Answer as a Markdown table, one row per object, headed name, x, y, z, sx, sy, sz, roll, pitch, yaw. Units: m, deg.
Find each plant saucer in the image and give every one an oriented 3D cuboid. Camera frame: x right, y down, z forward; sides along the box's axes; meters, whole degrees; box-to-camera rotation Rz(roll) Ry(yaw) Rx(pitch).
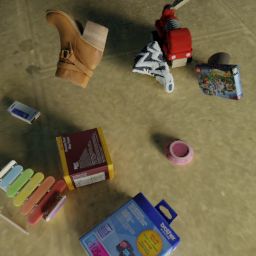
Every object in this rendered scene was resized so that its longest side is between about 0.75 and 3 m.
| name | x | y | z | sx | sy | sz | roll | pitch | yaw |
| --- | --- | --- | --- | --- | --- | --- | --- | --- | --- |
| plant saucer | 1.935 | 0.864 | 10.489 | 1.051 | 0.266 | 1.051 | 0 | 56 | 0 |

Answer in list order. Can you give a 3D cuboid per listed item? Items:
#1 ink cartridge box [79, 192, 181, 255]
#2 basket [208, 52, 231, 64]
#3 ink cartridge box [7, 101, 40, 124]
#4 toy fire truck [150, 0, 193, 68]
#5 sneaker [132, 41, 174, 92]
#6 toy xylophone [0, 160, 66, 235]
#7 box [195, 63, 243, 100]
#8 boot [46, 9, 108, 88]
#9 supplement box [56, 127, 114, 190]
| name | x | y | z | sx | sy | sz | roll | pitch | yaw |
| --- | --- | --- | --- | --- | --- | --- | --- | --- | --- |
| ink cartridge box | 0.230 | 3.295 | 8.371 | 2.765 | 1.056 | 1.887 | -33 | 62 | -22 |
| basket | 3.929 | -2.499 | 12.403 | 0.881 | 1.168 | 1.295 | 23 | 66 | -12 |
| ink cartridge box | -4.316 | -0.656 | 11.556 | 1.270 | 0.236 | 0.602 | 25 | 59 | 13 |
| toy fire truck | 2.266 | -4.597 | 12.598 | 1.897 | 2.949 | 2.596 | -11 | 56 | -7 |
| sneaker | 0.988 | -2.485 | 12.463 | 1.564 | 0.959 | 2.403 | -23 | 86 | 20 |
| toy xylophone | -3.335 | 2.297 | 9.266 | 2.605 | 0.655 | 1.908 | 21 | 59 | 14 |
| box | 2.506 | -1.312 | 7.789 | 0.251 | 0.911 | 1.333 | -33 | 28 | -21 |
| boot | -2.220 | -2.914 | 10.136 | 2.914 | 1.074 | 2.254 | 29 | 104 | 28 |
| supplement box | -1.498 | 1.050 | 9.861 | 1.633 | 1.084 | 1.611 | -14 | 57 | -10 |
